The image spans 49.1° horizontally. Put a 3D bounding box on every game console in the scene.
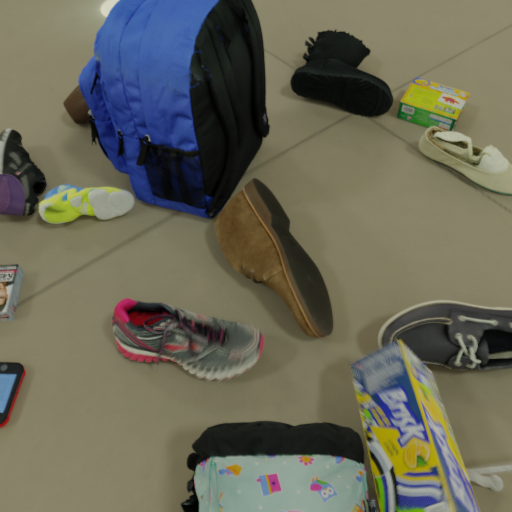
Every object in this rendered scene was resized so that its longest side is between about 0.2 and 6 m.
[{"bbox_3d":[-4.641,2.379,9.672,1.057,0.186,1.195,3,51,2],"label":"game console"}]

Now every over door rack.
[{"bbox_3d":[4.051,4.047,7.569,3.405,1.134,2.515,-16,49,15],"label":"over door rack"}]

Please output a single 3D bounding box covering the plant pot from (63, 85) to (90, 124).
[{"bbox_3d":[-4.125,-3.904,14.115,1.306,1.221,1.221,-30,56,-1],"label":"plant pot"}]

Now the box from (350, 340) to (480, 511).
[{"bbox_3d":[2.254,2.774,8.013,0.989,1.077,3.075,-34,31,23],"label":"box"}]

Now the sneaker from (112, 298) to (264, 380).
[{"bbox_3d":[-1.221,1.411,9.781,2.725,1.018,1.099,5,44,5],"label":"sneaker"}]

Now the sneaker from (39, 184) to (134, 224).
[{"bbox_3d":[-3.704,-1.291,12.196,1.970,0.746,1.035,-7,38,-18],"label":"sneaker"}]

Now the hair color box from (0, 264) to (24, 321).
[{"bbox_3d":[-4.949,0.714,10.878,0.562,0.344,1.135,-3,52,-3],"label":"hair color box"}]

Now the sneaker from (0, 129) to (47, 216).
[{"bbox_3d":[-5.362,-1.808,12.682,1.181,1.021,2.697,12,42,-24],"label":"sneaker"}]

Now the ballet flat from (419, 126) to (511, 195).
[{"bbox_3d":[4.983,-2.272,12.914,2.611,0.907,0.907,30,58,21],"label":"ballet flat"}]

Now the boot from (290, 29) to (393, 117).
[{"bbox_3d":[2.474,-4.960,14.965,2.889,1.069,2.367,18,51,15],"label":"boot"}]

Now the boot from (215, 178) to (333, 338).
[{"bbox_3d":[0.323,0.227,10.941,1.324,1.292,3.509,-37,62,19],"label":"boot"}]

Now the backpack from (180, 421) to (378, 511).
[{"bbox_3d":[0.325,3.922,7.223,2.806,2.128,3.362,0,53,-2],"label":"backpack"}]

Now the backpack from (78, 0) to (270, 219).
[{"bbox_3d":[-1.745,-3.402,11.610,3.583,4.270,3.469,14,54,10],"label":"backpack"}]

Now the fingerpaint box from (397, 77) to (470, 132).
[{"bbox_3d":[4.529,-3.857,14.357,1.464,0.537,1.221,23,56,16],"label":"fingerpaint box"}]

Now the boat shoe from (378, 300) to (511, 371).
[{"bbox_3d":[3.722,1.429,9.647,3.131,1.137,0.982,-1,12,-5],"label":"boat shoe"}]
